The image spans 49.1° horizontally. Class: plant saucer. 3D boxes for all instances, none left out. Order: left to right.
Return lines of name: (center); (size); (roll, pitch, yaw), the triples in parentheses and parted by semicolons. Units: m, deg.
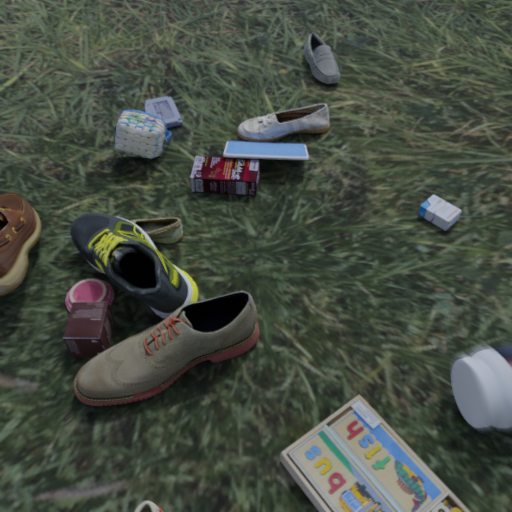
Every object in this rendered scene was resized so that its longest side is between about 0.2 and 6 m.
plant saucer: (-3.297, 0.794, 11.065); (0.947, 0.240, 0.947); (0, 49, 0)

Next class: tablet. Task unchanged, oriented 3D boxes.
tablet: (0.243, -2.591, 13.835); (2.034, 0.139, 1.324); (3, 25, 0)

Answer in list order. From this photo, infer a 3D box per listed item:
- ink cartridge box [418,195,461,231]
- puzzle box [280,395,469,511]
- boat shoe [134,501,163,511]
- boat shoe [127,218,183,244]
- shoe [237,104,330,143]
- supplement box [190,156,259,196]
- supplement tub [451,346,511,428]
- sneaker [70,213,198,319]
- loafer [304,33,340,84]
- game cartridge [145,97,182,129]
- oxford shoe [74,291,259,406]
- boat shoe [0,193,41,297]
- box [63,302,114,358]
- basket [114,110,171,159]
ink cartridge box: (4.120, -0.968, 12.570); (0.540, 0.316, 0.748); (-36, 56, -27)
puzzle box: (1.808, 3.577, 8.533); (1.733, 0.331, 2.605); (-30, 55, -23)
boat shoe: (-1.669, 4.442, 7.561); (0.744, 0.654, 2.089); (8, 50, 5)
boat shoe: (-2.447, -0.577, 12.077); (1.695, 0.533, 0.618); (1, 48, 1)
shoe: (0.717, -3.518, 14.594); (2.477, 0.661, 0.866); (-9, 49, -8)
supplement box: (-0.723, -1.903, 13.294); (1.555, 0.473, 0.846); (4, 48, 2)
supplement tub: (4.306, 2.097, 9.183); (1.800, 1.263, 1.263); (-9, 49, -7)
sneaker: (-2.509, -0.053, 10.824); (3.291, 1.393, 1.226); (32, 80, 24)
loafer: (1.927, -5.847, 16.602); (0.746, 0.745, 2.134); (-14, 50, -12)
game cartridge: (-2.560, -3.864, 15.199); (0.845, 0.259, 1.269); (-12, 49, -15)
oxford shoe: (-1.572, 1.455, 9.772); (3.428, 1.282, 1.208); (-23, 52, -19)
boat shoe: (-5.174, -0.525, 11.225); (1.243, 1.166, 3.453); (-17, 34, -4)
box: (-3.048, 1.349, 10.278); (0.669, 0.676, 0.815); (1, 48, 0)
basket: (-2.825, -3.034, 13.901); (1.372, 1.082, 1.556); (12, 20, -10)
